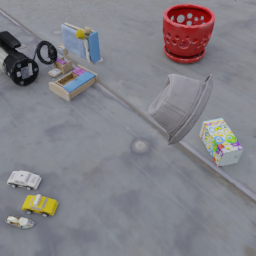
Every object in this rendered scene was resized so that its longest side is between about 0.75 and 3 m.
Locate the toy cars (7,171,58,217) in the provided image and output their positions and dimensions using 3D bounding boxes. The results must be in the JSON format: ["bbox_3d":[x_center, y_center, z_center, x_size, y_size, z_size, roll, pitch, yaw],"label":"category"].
[{"bbox_3d":[-2.974,1.901,8.568,0.953,0.470,2.125,-30,53,-26],"label":"toy cars"}]

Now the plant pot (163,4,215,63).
[{"bbox_3d":[2.789,-4.453,13.486,2.364,2.153,2.364,0,46,0],"label":"plant pot"}]

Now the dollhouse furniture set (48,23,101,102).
[{"bbox_3d":[-2.699,-3.031,11.713,2.608,2.763,1.803,30,53,26],"label":"dollhouse furniture set"}]

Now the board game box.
[{"bbox_3d":[3.187,0.477,9.718,0.768,0.782,1.491,-10,47,-9],"label":"board game box"}]

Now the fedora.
[{"bbox_3d":[1.153,-0.624,6.744,0.985,1.929,2.182,30,25,0],"label":"fedora"}]

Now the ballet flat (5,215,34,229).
[{"bbox_3d":[-3.104,2.663,7.967,0.852,0.306,0.306,7,47,6],"label":"ballet flat"}]

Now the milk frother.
[{"bbox_3d":[-4.719,-3.279,12.768,2.099,2.014,2.232,38,32,29],"label":"milk frother"}]
